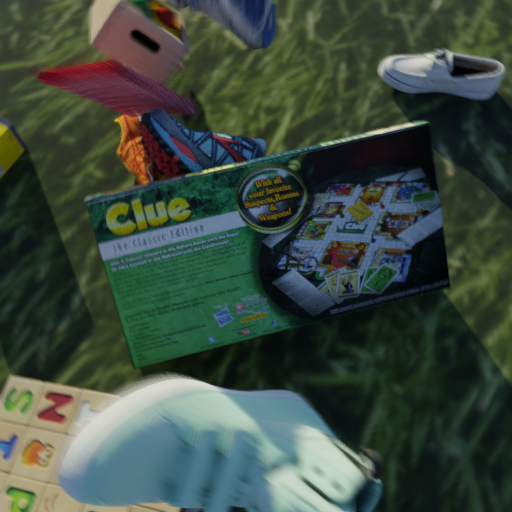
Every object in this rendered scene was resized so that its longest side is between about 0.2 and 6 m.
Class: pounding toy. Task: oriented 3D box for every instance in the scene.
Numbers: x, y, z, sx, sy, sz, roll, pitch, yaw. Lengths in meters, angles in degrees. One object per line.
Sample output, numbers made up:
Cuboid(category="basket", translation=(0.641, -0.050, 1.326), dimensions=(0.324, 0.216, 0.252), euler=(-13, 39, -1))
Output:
Cuboid(category="pounding toy", translation=(-1.648, -3.721, 9.022), dimensions=(0.915, 1.756, 1.999), euler=(-42, 41, 28))

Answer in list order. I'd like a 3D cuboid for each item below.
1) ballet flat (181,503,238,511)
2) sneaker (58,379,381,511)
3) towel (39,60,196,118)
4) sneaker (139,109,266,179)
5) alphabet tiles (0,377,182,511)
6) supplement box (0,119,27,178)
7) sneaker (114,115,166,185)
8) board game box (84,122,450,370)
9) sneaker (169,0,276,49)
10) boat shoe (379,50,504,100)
Cuboid(category="ballet flat", translation=(-0.805, 3.166, 6.673), dimensions=(0.997, 0.997, 2.730), euler=(23, 69, 9))
Cuboid(category="sneaker", translation=(-0.125, 2.230, 5.685), dimensions=(1.960, 3.323, 1.223), euler=(30, 108, 47))
Cuboid(category="towel", translation=(-1.855, -2.228, 7.720), dimensions=(1.324, 1.831, 0.206), euler=(4, 88, 28))
Cuboid(category="sneaker", translation=(-0.459, -1.310, 8.264), dimensions=(2.710, 1.075, 1.294), euler=(39, 72, -13))
Cuboid(category="alphabet tiles", translation=(-2.556, 2.998, 6.618), dimensions=(3.496, 0.111, 2.909), euler=(5, 61, 18))
Cuboid(category="supplement box", translation=(-4.336, -1.591, 8.829), dimensions=(0.644, 0.640, 1.176), euler=(28, 70, 11))
Cuboid(category="sneaker", translation=(-1.794, -1.484, 8.887), dimensions=(0.718, 0.679, 1.861), euler=(-23, 63, 13))
Cuboid(category="board game box", translation=(0.285, -0.162, 7.620), dimensions=(4.587, 0.538, 2.403), euler=(-13, 107, -6))
Cuboid(category="sneaker", translation=(-0.896, -4.338, 8.635), dimensions=(2.947, 1.255, 1.135), euler=(43, 56, -24))
Cuboid(category="boat shoe", translation=(3.131, -3.140, 9.471), dimensions=(1.992, 0.655, 0.717), euler=(14, 68, 6))
